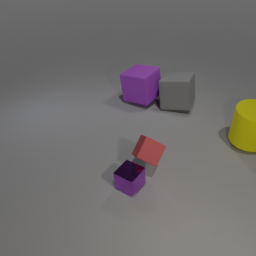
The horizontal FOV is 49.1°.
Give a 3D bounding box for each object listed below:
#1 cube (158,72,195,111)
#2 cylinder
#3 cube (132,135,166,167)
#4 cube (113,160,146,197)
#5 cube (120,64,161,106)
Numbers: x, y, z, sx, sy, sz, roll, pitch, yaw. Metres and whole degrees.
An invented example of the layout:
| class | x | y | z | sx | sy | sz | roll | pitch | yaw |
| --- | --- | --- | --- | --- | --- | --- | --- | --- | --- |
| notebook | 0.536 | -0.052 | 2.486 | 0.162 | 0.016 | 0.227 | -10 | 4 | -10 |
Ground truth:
| class | x | y | z | sx | sy | sz | roll | pitch | yaw |
| --- | --- | --- | --- | --- | --- | --- | --- | --- | --- |
| cube | 2.313 | -1.738 | 13.071 | 1.400 | 1.400 | 1.400 | 4 | 28 | 22 |
| cylinder | 4.476 | -0.098 | 10.094 | 1.400 | 1.400 | 1.400 | -1 | 38 | 1 |
| cube | 0.632 | 0.689 | 8.662 | 0.700 | 0.700 | 0.700 | 27 | -3 | -12 |
| cube | 0.058 | 1.524 | 8.505 | 0.700 | 0.700 | 0.700 | 21 | 44 | 30 |
| cube | 0.640 | -2.089 | 13.397 | 1.400 | 1.400 | 1.400 | 16 | 40 | 33 |
